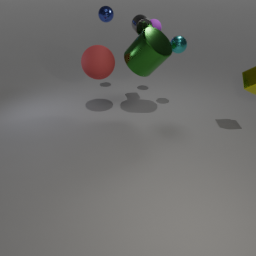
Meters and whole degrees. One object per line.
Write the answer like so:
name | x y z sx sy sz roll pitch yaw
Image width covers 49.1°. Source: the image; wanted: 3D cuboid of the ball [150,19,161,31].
ball | 1.156 -4.554 12.657 0.700 0.700 0.700 0 29 0

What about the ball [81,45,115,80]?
ball | -1.236 -2.715 11.608 1.400 1.400 1.400 0 29 0

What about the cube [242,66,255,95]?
cube | 4.563 -1.690 9.880 0.700 0.700 0.700 15 -23 -32

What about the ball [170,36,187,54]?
ball | 2.054 -3.392 11.404 0.700 0.700 0.700 0 29 0

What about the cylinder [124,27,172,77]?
cylinder | 0.779 -2.969 11.010 1.400 1.400 1.400 19 54 -28

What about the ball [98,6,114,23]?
ball | -0.992 -5.123 12.611 0.700 0.700 0.700 0 29 0

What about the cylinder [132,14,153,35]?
cylinder | 0.561 -4.137 11.284 0.700 0.700 0.700 -6 35 -12
